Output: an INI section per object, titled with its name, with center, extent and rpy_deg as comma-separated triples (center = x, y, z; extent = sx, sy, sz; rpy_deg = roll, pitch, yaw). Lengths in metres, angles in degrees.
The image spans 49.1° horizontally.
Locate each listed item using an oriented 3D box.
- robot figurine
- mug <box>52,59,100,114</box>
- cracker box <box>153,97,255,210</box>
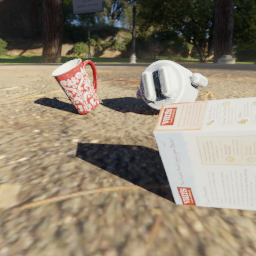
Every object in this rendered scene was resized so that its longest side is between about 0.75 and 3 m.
[robot figurine]
center = 1.423, -1.355, 9.441
extent = 2.363, 1.573, 2.786
rpy_deg = -7, -1, 29
[mug]
center = -1.500, -1.406, 9.250
extent = 1.389, 1.564, 1.044
rpy_deg = -29, 29, -5
[cracker box]
center = 1.518, 0.356, 3.418
extent = 2.133, 1.429, 0.615
rpy_deg = -2, 40, 23
